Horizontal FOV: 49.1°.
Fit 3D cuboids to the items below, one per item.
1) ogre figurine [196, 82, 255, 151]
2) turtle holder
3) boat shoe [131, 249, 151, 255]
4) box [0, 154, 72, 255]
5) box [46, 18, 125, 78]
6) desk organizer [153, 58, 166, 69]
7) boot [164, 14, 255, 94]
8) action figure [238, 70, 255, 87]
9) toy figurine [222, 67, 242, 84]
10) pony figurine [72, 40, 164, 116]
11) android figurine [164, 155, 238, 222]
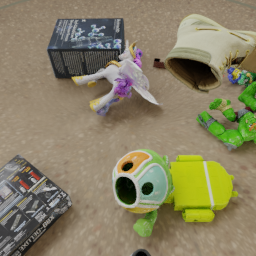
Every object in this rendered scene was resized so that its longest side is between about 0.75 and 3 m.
[{"bbox_3d":[3.997,-0.405,9.479,2.858,1.402,1.714,-20,64,-5],"label":"ogre figurine"},{"bbox_3d":[0.262,1.676,7.655,1.602,2.109,1.498,24,19,25],"label":"turtle holder"},{"bbox_3d":[0.249,4.134,6.224,0.983,0.931,2.812,7,52,5],"label":"boat shoe"},{"bbox_3d":[-3.365,2.368,7.753,2.242,0.708,2.843,31,58,22],"label":"box"},{"bbox_3d":[-1.608,-3.316,11.658,2.875,1.539,2.134,0,52,2],"label":"box"},{"bbox_3d":[1.487,-2.783,12.074,0.775,0.299,0.278,8,52,6],"label":"desk organizer"},{"bbox_3d":[2.195,-1.470,6.244,2.609,0.940,2.018,23,48,3],"label":"boot"},{"bbox_3d":[5.340,-2.332,11.324,2.317,1.369,0.634,-33,15,-14],"label":"action figure"},{"bbox_3d":[4.377,-2.291,11.635,0.979,0.862,1.633,43,62,-4],"label":"toy figurine"},{"bbox_3d":[-0.246,-1.683,10.171,2.816,2.345,2.718,-35,66,1],"label":"pony figurine"},{"bbox_3d":[2.060,1.724,8.411,2.373,0.487,2.160,-2,52,0],"label":"android figurine"}]
